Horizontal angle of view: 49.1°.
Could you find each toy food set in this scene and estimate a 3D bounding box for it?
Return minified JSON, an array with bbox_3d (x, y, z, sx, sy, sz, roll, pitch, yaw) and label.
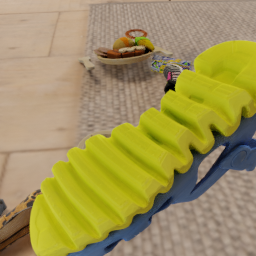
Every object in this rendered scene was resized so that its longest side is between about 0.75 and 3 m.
[{"bbox_3d":[-0.137,-2.595,9.250,2.924,0.587,2.019,-13,27,-13],"label":"toy food set"}]

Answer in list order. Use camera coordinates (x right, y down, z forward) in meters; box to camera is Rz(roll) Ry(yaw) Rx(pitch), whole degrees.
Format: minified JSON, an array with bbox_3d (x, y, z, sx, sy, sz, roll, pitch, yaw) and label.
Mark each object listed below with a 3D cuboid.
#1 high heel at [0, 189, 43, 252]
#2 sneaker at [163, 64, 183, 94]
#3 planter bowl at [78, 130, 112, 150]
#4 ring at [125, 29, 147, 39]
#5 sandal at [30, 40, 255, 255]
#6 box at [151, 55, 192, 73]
[{"bbox_3d":[-1.771,1.761,4.595,2.018,0.721,1.439,-9,34,15],"label":"high heel"},{"bbox_3d":[1.321,-1.315,8.149,0.726,0.612,1.659,-9,47,-18],"label":"sneaker"},{"bbox_3d":[-0.396,0.809,5.371,1.790,1.205,1.790,0,41,0],"label":"planter bowl"},{"bbox_3d":[0.336,-3.833,11.340,0.911,0.087,0.911,0,41,0],"label":"ring"},{"bbox_3d":[0.318,0.341,2.275,2.342,1.020,0.931,-34,39,-4],"label":"sandal"},{"bbox_3d":[1.392,-1.993,9.035,1.244,0.436,0.400,16,45,17],"label":"box"}]
